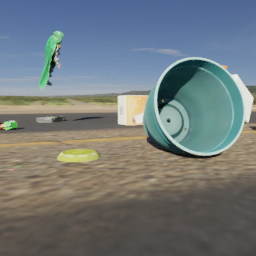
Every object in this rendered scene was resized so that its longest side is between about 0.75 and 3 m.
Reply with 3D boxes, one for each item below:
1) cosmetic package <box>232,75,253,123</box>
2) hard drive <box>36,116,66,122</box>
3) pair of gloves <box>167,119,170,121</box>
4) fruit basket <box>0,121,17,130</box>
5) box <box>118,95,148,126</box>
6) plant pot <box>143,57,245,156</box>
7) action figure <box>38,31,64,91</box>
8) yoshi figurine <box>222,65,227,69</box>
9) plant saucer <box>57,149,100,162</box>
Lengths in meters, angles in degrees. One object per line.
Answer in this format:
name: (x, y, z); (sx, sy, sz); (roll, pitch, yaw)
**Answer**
cosmetic package: (4.793, -1.453, 14.716); (2.547, 1.570, 2.555); (5, -16, 43)
hard drive: (-4.275, -0.491, 15.643); (1.015, 0.275, 1.453); (2, 5, 17)
pair of gloves: (1.619, -0.504, 15.581); (2.473, 0.343, 2.775); (-7, 6, -43)
fruit basket: (-4.814, -0.097, 11.032); (0.763, 0.358, 0.707); (-2, 5, 13)
box: (0.530, -0.862, 13.484); (1.838, 1.400, 0.977); (-3, 6, -25)
plant pot: (1.153, -0.292, 6.075); (1.891, 1.891, 1.777); (-2, -9, -16)
action figure: (-3.174, -2.946, 11.747); (0.720, 1.554, 2.631); (5, -36, -25)
yoshi figurine: (4.294, -2.323, 12.539); (0.484, 0.865, 0.486); (-1, -24, 17)
plant saucer: (-0.971, 0.525, 5.517); (0.833, 0.129, 0.833); (1, 5, 0)
